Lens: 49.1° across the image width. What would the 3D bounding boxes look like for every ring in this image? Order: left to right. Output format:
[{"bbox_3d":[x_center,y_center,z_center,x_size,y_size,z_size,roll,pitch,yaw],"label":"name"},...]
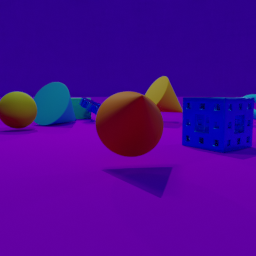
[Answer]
[{"bbox_3d":[4.524,-0.683,9.471,1.501,0.300,1.501,2,36,-2],"label":"ring"}]

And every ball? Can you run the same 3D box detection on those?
[{"bbox_3d":[-3.234,-0.521,8.217,1.083,1.083,1.083,0,7,0],"label":"ball"}]

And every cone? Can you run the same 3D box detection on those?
[{"bbox_3d":[-2.345,-0.560,10.196,1.623,1.623,1.629,4,-19,27],"label":"cone"},{"bbox_3d":[0.098,-0.225,3.808,1.055,1.055,1.059,-1,-17,-8],"label":"cone"},{"bbox_3d":[1.498,-0.892,10.132,1.419,1.414,1.414,30,-5,-23],"label":"cone"}]

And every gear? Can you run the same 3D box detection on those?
[{"bbox_3d":[-1.162,-0.742,11.051,1.523,0.282,1.523,26,9,-4],"label":"gear"}]

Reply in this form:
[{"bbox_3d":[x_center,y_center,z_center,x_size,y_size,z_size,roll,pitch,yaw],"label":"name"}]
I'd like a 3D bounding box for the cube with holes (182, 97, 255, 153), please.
[{"bbox_3d":[1.828,-0.123,5.735,1.002,1.002,1.002,-5,9,-37],"label":"cube with holes"}]

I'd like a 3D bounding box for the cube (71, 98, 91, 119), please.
[{"bbox_3d":[-2.131,-0.860,12.215,0.886,0.886,0.886,-3,7,-20],"label":"cube"}]
